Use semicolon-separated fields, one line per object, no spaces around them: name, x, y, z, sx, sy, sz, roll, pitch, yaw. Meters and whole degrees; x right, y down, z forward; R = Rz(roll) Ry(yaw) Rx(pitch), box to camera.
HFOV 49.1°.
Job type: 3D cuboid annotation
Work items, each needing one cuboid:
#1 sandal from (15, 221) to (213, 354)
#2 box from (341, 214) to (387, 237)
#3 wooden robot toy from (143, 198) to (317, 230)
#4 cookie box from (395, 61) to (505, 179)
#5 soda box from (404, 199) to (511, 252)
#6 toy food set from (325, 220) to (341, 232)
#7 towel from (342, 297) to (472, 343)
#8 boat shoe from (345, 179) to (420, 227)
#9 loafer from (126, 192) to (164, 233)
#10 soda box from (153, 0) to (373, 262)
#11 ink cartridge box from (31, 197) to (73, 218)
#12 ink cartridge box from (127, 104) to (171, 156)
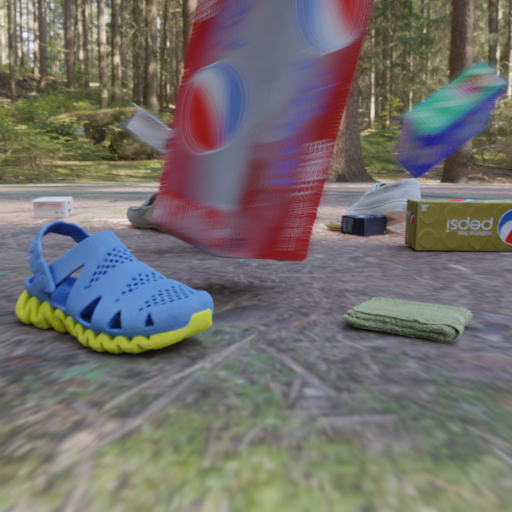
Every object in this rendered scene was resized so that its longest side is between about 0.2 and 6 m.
sandal;-1.493;0.264;5.472;2.492;1.085;0.990;8;10;31
box;2.554;-0.731;13.290;0.767;0.458;0.780;-7;13;-36
wooden robot toy;-0.309;-0.467;10.711;3.435;1.513;1.558;-3;45;-23
cookie box;3.331;-2.335;9.796;1.662;0.624;1.422;-36;-20;-9
soda box;4.413;-0.604;10.953;2.833;0.959;0.907;1;9;1
toy food set;2.218;-0.759;14.135;0.943;0.229;0.933;-2;9;-8
towel;1.559;0.640;5.772;1.182;0.216;0.877;4;9;29
boat shoe;3.131;-1.351;14.031;1.041;0.990;2.890;13;-6;-11
loafer;-2.456;-1.142;14.193;0.960;0.958;2.746;-8;13;-41
soda box;0.178;-2.302;6.785;1.458;4.598;1.610;23;13;40
ink cartridge box;-6.402;-1.518;17.631;0.983;0.575;1.695;-2;10;-9
ink cartridge box;-1.760;-2.142;9.939;0.729;0.426;1.256;36;3;20
